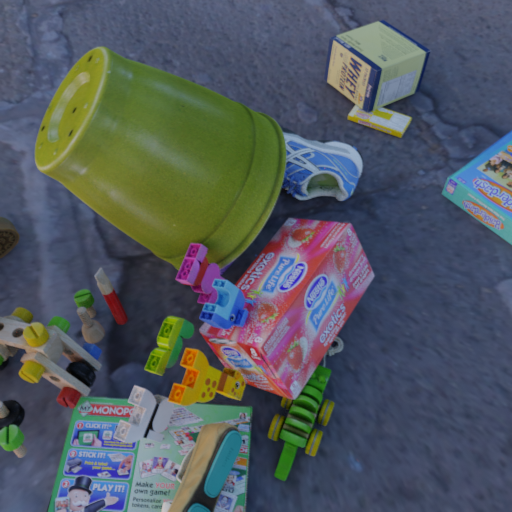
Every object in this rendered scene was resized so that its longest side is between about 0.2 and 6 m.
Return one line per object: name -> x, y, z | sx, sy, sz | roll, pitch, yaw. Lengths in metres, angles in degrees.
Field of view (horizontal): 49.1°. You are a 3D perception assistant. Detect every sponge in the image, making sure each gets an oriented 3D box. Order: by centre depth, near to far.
sponge -> -0.612, -0.014, 10.571 | 0.448, 0.120, 0.803 | 31, 61, 19

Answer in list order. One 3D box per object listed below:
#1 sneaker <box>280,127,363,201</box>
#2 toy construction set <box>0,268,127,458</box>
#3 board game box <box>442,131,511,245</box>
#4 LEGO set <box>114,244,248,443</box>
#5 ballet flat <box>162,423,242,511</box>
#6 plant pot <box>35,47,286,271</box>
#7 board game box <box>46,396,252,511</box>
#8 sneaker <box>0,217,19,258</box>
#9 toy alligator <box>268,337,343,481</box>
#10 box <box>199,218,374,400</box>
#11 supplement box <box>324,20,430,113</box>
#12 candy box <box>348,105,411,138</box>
sneaker -> 0.676, -1.811, 11.231 | 2.905, 1.100, 1.119 | 7, 51, 7
toy construction set -> -3.391, 1.030, 8.471 | 2.239, 2.063, 2.685 | 27, 54, 35
board game box -> 5.322, -1.478, 11.326 | 2.468, 0.555, 1.877 | -34, 61, -21
LEGO set -> -0.738, 1.462, 8.276 | 1.150, 1.238, 3.016 | 5, 67, 40
ballet flat -> -0.860, 3.268, 7.558 | 0.678, 0.738, 2.151 | 1, 47, 35
plant pot -> -1.711, -1.642, 9.100 | 3.063, 3.181, 3.181 | 25, 43, -38
board game box -> -1.476, 3.069, 8.224 | 2.734, 0.398, 1.840 | 3, 54, 2
sneaker -> -6.022, -0.183, 10.103 | 3.076, 1.031, 1.381 | -30, 65, -16
toy alligator -> 0.842, 2.162, 8.678 | 0.763, 0.698, 2.572 | 20, 57, 14
box -> 0.573, 0.738, 9.042 | 1.360, 1.302, 2.728 | 8, 49, 43
supplement box -> 2.752, -4.406, 12.956 | 1.634, 1.098, 1.636 | -26, 56, -22
candy box -> 2.803, -3.119, 12.716 | 1.293, 0.171, 0.661 | 24, 57, 16
